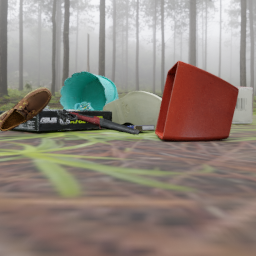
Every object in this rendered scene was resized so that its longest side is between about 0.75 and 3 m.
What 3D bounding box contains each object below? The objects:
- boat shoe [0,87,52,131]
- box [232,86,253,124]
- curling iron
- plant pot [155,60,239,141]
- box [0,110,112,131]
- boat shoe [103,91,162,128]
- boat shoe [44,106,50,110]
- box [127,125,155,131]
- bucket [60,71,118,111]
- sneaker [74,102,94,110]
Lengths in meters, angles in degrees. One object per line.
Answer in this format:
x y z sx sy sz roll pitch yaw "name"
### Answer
-2.044 -0.333 5.588 1.248 0.449 0.421 -36 26 -3 "boat shoe"
3.945 -0.981 12.486 1.770 1.508 2.768 -1 3 -13 "box"
-0.537 -0.058 4.974 1.498 0.191 0.371 14 34 -3 "curling iron"
1.258 -0.382 5.208 1.173 1.330 1.331 11 3 0 "plant pot"
-2.108 -0.249 7.998 2.462 0.585 2.377 3 2 44 "box"
0.337 -0.505 8.067 0.913 1.066 2.913 -12 5 -32 "boat shoe"
-4.555 -0.756 14.806 0.875 0.809 2.370 -1 4 -23 "boat shoe"
0.164 0.013 6.922 0.560 0.150 0.924 -3 1 -31 "box"
-1.466 -1.175 11.212 2.141 2.141 1.393 1 4 22 "bucket"
-1.511 -0.517 9.977 0.808 0.830 2.085 -11 11 -28 "sneaker"
